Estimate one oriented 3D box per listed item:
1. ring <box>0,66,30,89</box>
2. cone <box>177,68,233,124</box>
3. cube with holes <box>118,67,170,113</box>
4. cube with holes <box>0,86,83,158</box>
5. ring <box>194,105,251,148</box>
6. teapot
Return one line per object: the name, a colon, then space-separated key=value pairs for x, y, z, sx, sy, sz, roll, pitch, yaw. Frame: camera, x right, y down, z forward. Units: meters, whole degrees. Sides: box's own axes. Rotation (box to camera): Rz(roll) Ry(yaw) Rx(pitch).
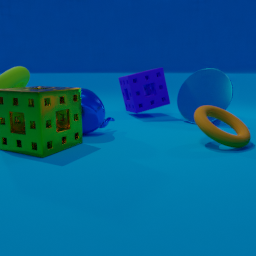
ring: x=-3.587 y=-0.933 z=7.937 sx=0.412 sy=2.060 sz=2.060 roll=43 pitch=7 yaw=-10
cone: x=2.664 y=-0.724 z=8.640 sx=1.675 sy=1.675 sz=1.682 roll=11 pitch=-7 yaw=41
cube with holes: x=0.516 y=-1.250 z=9.294 sx=1.185 sy=1.185 sz=1.185 roll=-16 pitch=12 yaw=-14
cube with holes: x=-1.752 y=-0.202 z=5.616 sx=1.173 sy=1.173 sz=1.173 roll=6 pitch=14 yaw=27
ring: x=1.968 y=-0.053 z=5.857 sx=1.250 sy=0.250 sz=1.250 roll=16 pitch=34 yaw=-11
teapot: x=-1.058 y=-0.427 z=6.678 sx=1.836 sy=1.142 sz=0.899 roll=29 pitch=32 yaw=-25
